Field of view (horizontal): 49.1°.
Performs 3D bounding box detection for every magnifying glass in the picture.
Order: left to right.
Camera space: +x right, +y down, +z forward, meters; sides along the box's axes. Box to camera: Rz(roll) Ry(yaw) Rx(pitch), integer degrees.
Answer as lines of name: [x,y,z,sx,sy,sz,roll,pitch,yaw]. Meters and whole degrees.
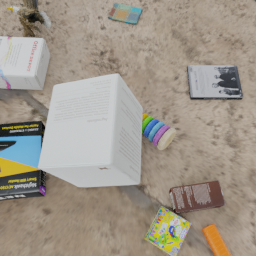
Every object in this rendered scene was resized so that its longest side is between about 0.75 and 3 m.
magnifying glass: [2.694,3.844,6.856,1.178,0.332,2.960,-22,69,-9]

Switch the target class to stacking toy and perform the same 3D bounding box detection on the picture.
stacking toy: [0.539,-0.133,8.438,1.786,0.762,0.762,38,71,19]

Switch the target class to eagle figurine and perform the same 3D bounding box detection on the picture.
eagle figurine: [-3.396,-4.066,9.566,1.386,1.379,1.827,-24,54,34]

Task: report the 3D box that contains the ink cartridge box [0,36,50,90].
ink cartridge box: [-3.800,-2.132,9.212,2.148,0.909,1.552,3,66,3]

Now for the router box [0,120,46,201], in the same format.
router box: [-3.782,0.968,7.892,2.837,0.724,2.116,-6,65,-3]

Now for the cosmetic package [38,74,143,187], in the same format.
cosmetic package: [-0.815,0.170,7.319,1.927,1.939,2.317,-6,64,20]

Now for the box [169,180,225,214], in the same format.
box: [1.854,1.888,7.621,1.348,0.505,0.675,-8,66,-2]

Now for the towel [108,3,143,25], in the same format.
towel: [-0.096,-4.364,10.669,1.158,0.126,0.849,16,66,7]

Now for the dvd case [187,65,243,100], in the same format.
dvd case: [2.866,-1.528,9.327,1.700,0.210,1.278,0,66,0]

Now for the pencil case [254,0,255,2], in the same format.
pencil case: [5.363,-5.312,10.953,0.995,0.387,0.445,-30,85,-12]

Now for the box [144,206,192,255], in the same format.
box: [1.016,2.666,7.226,0.866,0.549,0.899,29,68,12]
